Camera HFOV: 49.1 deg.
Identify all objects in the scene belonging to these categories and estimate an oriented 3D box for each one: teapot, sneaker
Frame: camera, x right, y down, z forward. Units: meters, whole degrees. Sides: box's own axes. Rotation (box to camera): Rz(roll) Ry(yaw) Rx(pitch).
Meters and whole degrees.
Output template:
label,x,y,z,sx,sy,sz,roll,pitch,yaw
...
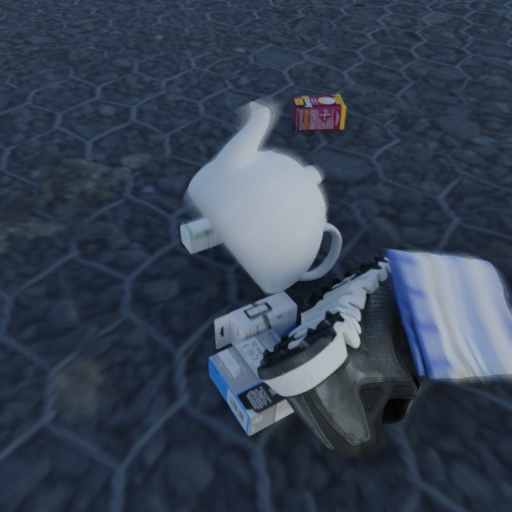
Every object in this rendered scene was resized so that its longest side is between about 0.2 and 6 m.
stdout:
label,x,y,z,sx,sy,sz,roll,pitch,yaw
teapot,0.231,-0.606,7.513,1.541,2.109,2.082,-37,81,-5
sneaker,1.245,1.113,6.620,1.176,1.602,3.540,-31,2,29

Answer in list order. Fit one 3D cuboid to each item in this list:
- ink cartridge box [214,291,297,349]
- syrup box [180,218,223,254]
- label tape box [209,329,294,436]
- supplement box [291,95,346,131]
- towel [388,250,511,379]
label,x,y,z,sx,sy,sz,roll,pitch,yaw
ink cartridge box,0.001,0.929,7.219,1.028,0.596,0.349,-21,44,-22
syrup box,-0.735,-0.394,9.011,0.888,0.362,0.350,-21,46,-22
label tape box,0.236,1.397,6.743,1.341,0.443,0.960,-23,49,-23
supplement box,1.346,-3.113,12.161,1.063,0.549,0.696,-4,40,-5
towel,2.424,0.677,6.622,2.072,0.247,1.522,6,64,-38
